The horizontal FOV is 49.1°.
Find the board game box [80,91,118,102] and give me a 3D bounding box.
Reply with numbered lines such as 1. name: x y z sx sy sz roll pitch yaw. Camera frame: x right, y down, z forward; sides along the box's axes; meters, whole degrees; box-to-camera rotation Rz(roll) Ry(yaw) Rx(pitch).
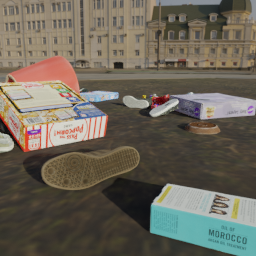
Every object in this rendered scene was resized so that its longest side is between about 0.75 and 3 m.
1. board game box: -1.707 -1.742 15.268 1.519 0.368 2.009 8 16 31

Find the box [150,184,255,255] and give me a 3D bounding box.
1. box: 1.141 1.104 3.335 1.636 0.402 0.673 6 15 24

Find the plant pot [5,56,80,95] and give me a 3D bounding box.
1. plant pot: -3.245 -1.417 10.448 2.028 2.293 2.293 -22 24 -35

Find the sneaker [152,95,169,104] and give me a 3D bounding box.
1. sneaker: 1.544 -1.260 13.243 0.808 0.548 1.398 -7 0 6

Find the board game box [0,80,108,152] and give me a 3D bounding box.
1. board game box: -2.331 -0.544 7.963 2.257 0.690 2.980 -10 32 -36

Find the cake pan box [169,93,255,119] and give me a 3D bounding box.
1. cake pan box: 3.375 -0.958 11.389 2.643 0.691 2.434 -5 17 -21

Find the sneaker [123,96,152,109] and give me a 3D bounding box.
1. sneaker: 0.470 -1.177 12.770 1.421 0.502 0.705 15 17 32

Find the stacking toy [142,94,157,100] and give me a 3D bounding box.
1. stacking toy: 1.390 -1.620 15.129 0.807 0.251 1.070 -11 19 -32

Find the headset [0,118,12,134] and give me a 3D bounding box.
1. headset: -3.310 -0.173 8.623 1.116 0.849 1.807 0 28 -23

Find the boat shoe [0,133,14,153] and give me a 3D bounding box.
1. boat shoe: -3.029 0.291 6.257 0.594 0.516 1.611 0 3 3

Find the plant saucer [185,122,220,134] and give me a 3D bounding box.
1. plant saucer: 2.267 -0.020 8.538 1.049 0.181 1.049 -1 14 0

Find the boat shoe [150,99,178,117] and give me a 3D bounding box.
1. boat shoe: 1.416 -0.679 10.647 1.334 0.378 0.458 -28 30 -22

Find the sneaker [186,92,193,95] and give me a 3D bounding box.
1. sneaker: 2.627 -1.377 13.288 0.991 0.604 1.518 1 13 -1

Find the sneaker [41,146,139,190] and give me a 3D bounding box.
1. sneaker: -0.670 0.710 4.982 1.762 0.621 0.666 -5 -6 -28

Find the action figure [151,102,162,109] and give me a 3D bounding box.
1. action figure: 1.248 -1.001 12.463 0.367 0.290 1.121 7 18 17

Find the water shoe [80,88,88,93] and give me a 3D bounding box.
1. water shoe: -2.850 -1.817 15.630 0.607 0.550 1.538 -25 -2 37
